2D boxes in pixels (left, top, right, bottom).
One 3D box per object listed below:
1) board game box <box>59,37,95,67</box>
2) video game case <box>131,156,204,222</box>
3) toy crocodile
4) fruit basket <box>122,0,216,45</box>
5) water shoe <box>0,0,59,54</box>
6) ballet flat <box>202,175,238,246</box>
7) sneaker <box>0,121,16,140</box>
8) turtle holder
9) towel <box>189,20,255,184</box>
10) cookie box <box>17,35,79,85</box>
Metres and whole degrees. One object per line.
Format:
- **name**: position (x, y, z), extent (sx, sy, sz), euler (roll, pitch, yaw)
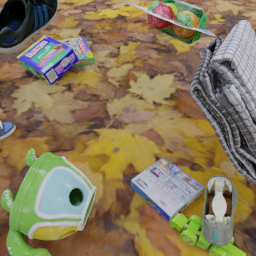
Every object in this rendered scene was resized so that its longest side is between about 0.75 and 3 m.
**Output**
- **board game box**: position (-2.520, -3.557, 13.065), extent (1.472, 0.318, 2.188), euler (-13, 45, -13)
- **video game case**: position (1.039, 1.582, 7.532), extent (1.318, 0.331, 1.455), euler (-31, 51, -29)
- **toy crocodile**: position (1.787, 2.563, 6.391), extent (1.811, 0.559, 0.611), euler (26, 45, 19)
- **fruit basket**: position (1.325, -3.461, 8.626), extent (2.274, 1.151, 2.455), euler (38, 25, 32)
- **water shoe**: position (-2.806, -3.320, 7.969), extent (1.018, 1.123, 2.846), euler (29, 63, -8)
- **ballet flat**: position (2.236, 1.687, 6.745), extent (0.808, 0.764, 2.399), euler (1, 29, 20)
- **sneaker**: position (-4.411, -0.119, 8.803), extent (1.485, 1.087, 0.598), euler (-21, 47, -21)
- **turtle holder**: position (-1.743, 1.750, 6.274), extent (1.700, 1.819, 2.394), euler (18, 36, 2)
- **towel**: position (2.542, -0.565, 6.118), extent (1.249, 2.919, 2.417), euler (-26, 20, 41)
- **cookie box**: position (-3.369, -2.900, 11.764), extent (1.954, 0.734, 1.671), euler (31, 68, 31)
